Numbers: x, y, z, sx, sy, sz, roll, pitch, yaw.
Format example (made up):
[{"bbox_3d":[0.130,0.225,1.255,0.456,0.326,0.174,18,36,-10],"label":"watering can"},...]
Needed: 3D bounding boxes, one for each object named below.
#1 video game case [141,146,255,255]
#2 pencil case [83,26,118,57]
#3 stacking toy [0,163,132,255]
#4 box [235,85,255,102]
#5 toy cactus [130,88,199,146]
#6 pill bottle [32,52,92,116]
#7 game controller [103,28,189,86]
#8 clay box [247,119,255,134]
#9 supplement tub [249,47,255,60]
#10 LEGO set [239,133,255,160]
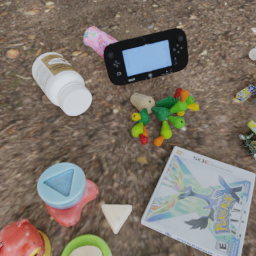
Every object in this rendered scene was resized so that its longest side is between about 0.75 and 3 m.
[{"bbox_3d":[1.947,1.839,7.430,2.402,0.290,2.635,19,50,17],"label":"video game case"},{"bbox_3d":[-0.831,-3.151,10.955,2.004,0.876,0.876,39,57,15],"label":"pencil case"},{"bbox_3d":[-1.387,2.159,6.525,2.566,1.197,2.834,16,50,14],"label":"stacking toy"},{"bbox_3d":[4.366,-1.276,10.324,0.839,0.270,0.294,-30,53,-24],"label":"box"},{"bbox_3d":[0.896,-0.633,9.221,2.708,1.385,2.235,-39,48,-20],"label":"toy cactus"},{"bbox_3d":[-2.296,-1.533,9.814,1.355,1.355,2.370,-27,53,-22],"label":"pill bottle"},{"bbox_3d":[0.659,-2.470,9.826,2.947,1.538,0.621,-14,21,-1],"label":"game controller"},{"bbox_3d":[4.095,0.108,8.746,0.507,0.210,0.882,20,29,-38],"label":"clay box"},{"bbox_3d":[5.611,-3.256,11.993,0.772,0.509,0.509,-29,54,-23],"label":"supplement tub"},{"bbox_3d":[4.014,0.507,8.678,1.621,0.459,1.053,-24,53,-37],"label":"LEGO set"}]
